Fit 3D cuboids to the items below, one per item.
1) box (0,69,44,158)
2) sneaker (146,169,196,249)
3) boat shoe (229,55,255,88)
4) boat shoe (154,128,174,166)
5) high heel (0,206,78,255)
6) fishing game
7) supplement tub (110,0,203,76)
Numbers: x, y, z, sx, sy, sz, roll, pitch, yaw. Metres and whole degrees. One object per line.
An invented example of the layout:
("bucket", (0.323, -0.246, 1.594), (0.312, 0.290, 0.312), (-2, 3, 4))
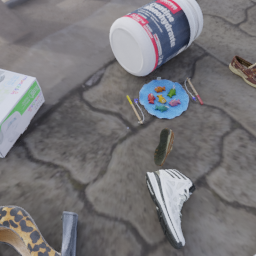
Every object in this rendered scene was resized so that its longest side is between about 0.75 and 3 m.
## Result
("box", (-4.218, -0.584, 8.691), (2.149, 1.177, 2.435), (16, 55, 13))
("sneaker", (1.293, 1.893, 7.123), (1.193, 0.782, 2.073), (-14, 53, -7))
("boat shoe", (4.451, -2.039, 10.054), (0.623, 0.622, 1.728), (-33, 61, -21))
("boat shoe", (1.098, 0.564, 8.072), (0.424, 0.414, 1.120), (8, 76, 49))
("high heel", (-2.570, 2.863, 6.227), (2.881, 1.029, 2.054), (4, 47, -8))
("fishing game", (1.244, -1.093, 9.548), (2.440, 0.379, 1.747), (-15, 58, -11))
("supplement tub", (1.039, -3.422, 10.127), (2.998, 2.104, 2.104), (-37, 62, -23))
